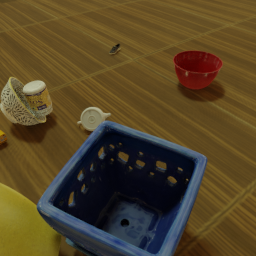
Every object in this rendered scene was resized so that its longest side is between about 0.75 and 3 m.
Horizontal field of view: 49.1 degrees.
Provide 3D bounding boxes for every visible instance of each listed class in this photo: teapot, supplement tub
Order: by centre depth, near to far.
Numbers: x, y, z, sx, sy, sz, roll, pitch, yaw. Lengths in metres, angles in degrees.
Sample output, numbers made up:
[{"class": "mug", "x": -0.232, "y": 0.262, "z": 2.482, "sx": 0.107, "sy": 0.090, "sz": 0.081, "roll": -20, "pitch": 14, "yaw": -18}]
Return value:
[{"class": "teapot", "x": -1.285, "y": -0.336, "z": 10.401, "sx": 0.956, "sy": 0.943, "sz": 0.698, "roll": 30, "pitch": 8, "yaw": 1}, {"class": "supplement tub", "x": -3.368, "y": -1.099, "z": 10.559, "sx": 0.839, "sy": 1.154, "sz": 0.839, "roll": -7, "pitch": 39, "yaw": 5}]

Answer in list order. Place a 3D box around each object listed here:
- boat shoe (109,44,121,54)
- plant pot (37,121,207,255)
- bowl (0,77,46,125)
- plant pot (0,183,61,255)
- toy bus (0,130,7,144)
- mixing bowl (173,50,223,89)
[{"class": "boat shoe", "x": -0.726, "y": -4.354, "z": 15.390, "sx": 0.360, "sy": 0.324, "sz": 1.000, "roll": 22, "pitch": 45, "yaw": 23}, {"class": "plant pot", "x": -0.008, "y": 1.792, "z": 6.375, "sx": 2.667, "sy": 2.398, "sz": 2.667, "roll": 20, "pitch": 51, "yaw": 17}, {"class": "bowl", "x": -4.016, "y": -0.784, "z": 10.294, "sx": 0.940, "sy": 2.004, "sz": 2.004, "roll": -34, "pitch": 46, "yaw": 1}, {"class": "plant pot", "x": -2.466, "y": 2.582, "z": 5.967, "sx": 1.739, "sy": 2.450, "sz": 2.450, "roll": 23, "pitch": 37, "yaw": -18}, {"class": "toy bus", "x": -4.779, "y": 0.187, "z": 9.955, "sx": 1.147, "sy": 0.449, "sz": 0.373, "roll": 29, "pitch": 48, "yaw": 30}, {"class": "mixing bowl", "x": 3.026, "y": -2.496, "z": 12.562, "sx": 2.144, "sy": 1.161, "sz": 2.144, "roll": 1, "pitch": 41, "yaw": -1}]
